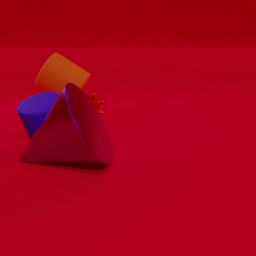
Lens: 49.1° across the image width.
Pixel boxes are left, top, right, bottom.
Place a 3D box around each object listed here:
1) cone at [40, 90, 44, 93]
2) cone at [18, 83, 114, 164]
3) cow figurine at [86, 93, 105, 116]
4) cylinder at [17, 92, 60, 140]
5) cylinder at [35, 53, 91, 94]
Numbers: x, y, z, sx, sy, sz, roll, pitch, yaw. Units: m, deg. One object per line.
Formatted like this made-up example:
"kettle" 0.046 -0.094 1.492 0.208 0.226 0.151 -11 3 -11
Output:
"cone" -2.067 -1.170 9.974 1.472 1.467 1.467 35 29 15
"cone" -1.375 0.265 5.211 1.637 1.631 1.631 -27 15 10
"cow figurine" -1.485 -0.418 7.342 1.589 0.886 1.615 4 24 7
"cylinder" -1.733 -0.151 5.962 0.928 0.928 0.928 -8 34 5
"cylinder" -1.956 -1.429 8.486 1.219 1.219 1.219 32 15 -8
